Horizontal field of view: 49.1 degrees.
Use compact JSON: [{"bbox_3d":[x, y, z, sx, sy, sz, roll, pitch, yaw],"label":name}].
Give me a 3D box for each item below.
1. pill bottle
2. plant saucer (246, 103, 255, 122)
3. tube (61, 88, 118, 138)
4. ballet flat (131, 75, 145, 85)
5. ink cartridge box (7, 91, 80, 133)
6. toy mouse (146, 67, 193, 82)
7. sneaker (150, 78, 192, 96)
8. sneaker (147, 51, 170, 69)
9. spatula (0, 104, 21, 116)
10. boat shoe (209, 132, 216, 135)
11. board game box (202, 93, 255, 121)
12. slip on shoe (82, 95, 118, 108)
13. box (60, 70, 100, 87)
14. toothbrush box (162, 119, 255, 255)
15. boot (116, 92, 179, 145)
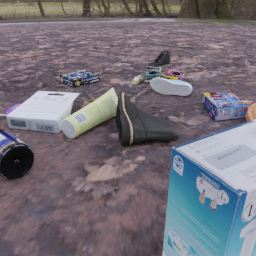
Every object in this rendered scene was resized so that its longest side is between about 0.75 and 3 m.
[{"bbox_3d":[-3.453,0.609,7.672,1.797,1.005,1.005,23,35,38],"label":"pill bottle"},{"bbox_3d":[5.300,-0.256,9.555,2.375,0.383,2.375,3,39,-2],"label":"plant saucer"},{"bbox_3d":[-1.172,-0.515,10.117,0.720,0.805,2.774,32,42,21],"label":"tube"},{"bbox_3d":[0.519,-2.543,14.642,0.385,0.385,1.090,18,32,32],"label":"ballet flat"},{"bbox_3d":[-3.068,-0.679,10.626,1.920,0.674,2.362,5,26,10],"label":"ink cartridge box"},{"bbox_3d":[1.916,-2.658,14.672,2.710,0.524,2.409,-4,27,-9],"label":"toy mouse"},{"bbox_3d":[2.049,-1.948,13.191,1.984,0.733,0.813,18,23,15],"label":"sneaker"},{"bbox_3d":[1.914,-4.272,17.419,1.757,0.933,0.657,-19,32,-33],"label":"sneaker"},{"bbox_3d":[-4.906,-0.420,10.519,0.638,0.232,2.256,20,35,33],"label":"spatula"},{"bbox_3d":[2.781,0.520,8.320,0.636,0.573,1.769,2,27,3],"label":"boat shoe"},{"bbox_3d":[4.048,-0.880,11.116,1.804,0.557,1.805,0,26,-4],"label":"board game box"},{"bbox_3d":[-0.922,-0.997,11.216,2.218,0.672,0.843,-22,34,-37],"label":"slip on shoe"},{"bbox_3d":[-2.536,-2.629,14.766,1.682,0.387,1.337,-22,34,-36],"label":"box"},{"bbox_3d":[1.656,1.402,4.225,1.967,2.687,1.146,-16,31,-27],"label":"toothbrush box"},{"bbox_3d":[0.551,-0.326,9.761,1.841,1.031,2.661,1,40,-9],"label":"boot"}]
